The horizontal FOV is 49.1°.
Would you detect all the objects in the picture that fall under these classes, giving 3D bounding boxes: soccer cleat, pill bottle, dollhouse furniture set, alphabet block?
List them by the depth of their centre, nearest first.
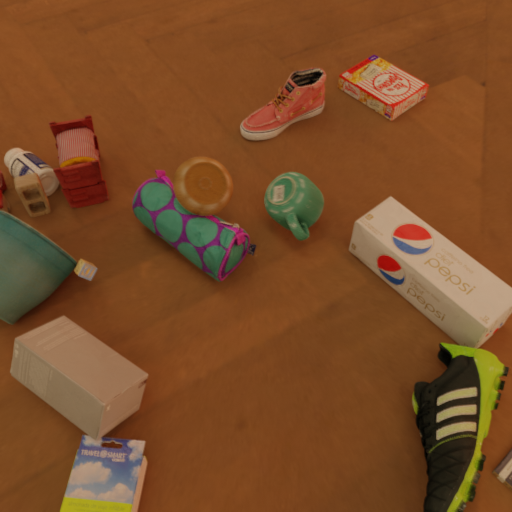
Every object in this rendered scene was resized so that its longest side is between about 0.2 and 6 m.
[{"bbox_3d":[2.764,2.543,8.153,1.202,1.002,2.967,15,49,26],"label":"soccer cleat"},{"bbox_3d":[-2.895,0.238,9.510,0.260,0.256,0.254,26,86,53],"label":"alphabet block"},{"bbox_3d":[-4.420,-1.650,11.089,2.752,1.119,1.481,-15,55,-11],"label":"dollhouse furniture set"},{"bbox_3d":[-4.622,-1.737,11.463,1.157,0.643,0.643,36,61,24],"label":"pill bottle"}]

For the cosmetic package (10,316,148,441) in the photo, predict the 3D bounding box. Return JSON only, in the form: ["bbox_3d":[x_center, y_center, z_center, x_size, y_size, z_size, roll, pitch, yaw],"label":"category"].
[{"bbox_3d":[-2.692,1.804,8.512,1.878,0.847,1.003,32,30,20],"label":"cosmetic package"}]

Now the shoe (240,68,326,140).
[{"bbox_3d":[0.606,-3.428,12.493,2.218,1.009,0.793,-27,58,-19],"label":"shoe"}]

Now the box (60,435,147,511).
[{"bbox_3d":[-2.140,3.392,7.764,0.999,0.390,1.638,4,53,3],"label":"box"}]

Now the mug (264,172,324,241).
[{"bbox_3d":[0.719,-1.007,10.477,1.008,0.759,1.227,-51,49,4],"label":"mug"}]

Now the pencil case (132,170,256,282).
[{"bbox_3d":[-1.190,-0.561,10.279,2.347,1.084,0.999,34,21,22],"label":"pencil case"}]

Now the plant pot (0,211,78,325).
[{"bbox_3d":[-4.108,0.296,9.489,1.569,1.569,1.474,27,73,19],"label":"plant pot"}]

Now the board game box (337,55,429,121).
[{"bbox_3d":[3.005,-4.026,13.326,1.285,0.393,1.697,-36,61,-24],"label":"board game box"}]

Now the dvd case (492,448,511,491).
[{"bbox_3d":[4.523,3.306,7.987,1.342,0.144,1.805,-36,61,-24],"label":"dvd case"}]

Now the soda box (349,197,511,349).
[{"bbox_3d":[3.003,0.268,9.782,0.981,0.917,2.880,-34,59,-23],"label":"soda box"}]

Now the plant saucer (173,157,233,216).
[{"bbox_3d":[-0.905,-1.248,9.816,1.081,0.191,1.081,3,81,-17],"label":"plant saucer"}]
